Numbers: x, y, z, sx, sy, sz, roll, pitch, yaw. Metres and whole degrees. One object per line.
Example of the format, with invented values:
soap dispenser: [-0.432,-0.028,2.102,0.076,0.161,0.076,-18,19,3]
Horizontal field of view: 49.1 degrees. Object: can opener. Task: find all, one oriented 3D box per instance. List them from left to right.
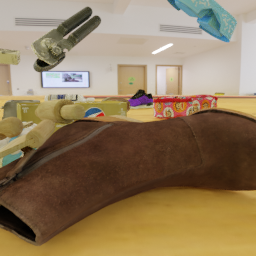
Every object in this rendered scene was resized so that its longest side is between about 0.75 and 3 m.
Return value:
can opener: [-1.659,-2.374,7.476,0.869,0.693,2.600,-36,16,45]

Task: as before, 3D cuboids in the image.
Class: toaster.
toaster: [-3.536,-0.522,9.482,1.395,0.828,1.261,-3,10,-20]

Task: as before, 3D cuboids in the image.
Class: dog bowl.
dog bowl: [2.593,-3.955,9.568,2.764,0.685,1.541,27,15,-24]

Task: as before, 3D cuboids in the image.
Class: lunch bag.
lunch bag: [2.245,-0.825,11.432,2.399,0.983,2.113,-5,5,-36]

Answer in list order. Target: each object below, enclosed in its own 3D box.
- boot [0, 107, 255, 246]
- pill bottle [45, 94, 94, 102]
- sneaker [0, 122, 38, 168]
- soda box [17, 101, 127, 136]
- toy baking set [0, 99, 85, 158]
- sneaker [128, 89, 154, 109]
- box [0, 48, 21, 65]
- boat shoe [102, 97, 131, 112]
boot: [0.062,0.528,2.932,2.858,1.034,2.378,8,23,36]
pill bottle: [-2.165,-0.768,10.564,1.795,0.997,0.997,-1,8,-7]
sneaker: [-1.732,0.330,4.628,0.674,0.638,1.668,7,16,3]
soda box: [-1.421,-0.247,7.382,2.740,0.877,0.928,-3,10,-26]
toy baking set: [-1.758,0.057,3.569,2.058,0.312,2.682,-22,14,-24]
sneaker: [0.544,-1.734,16.670,2.331,1.159,0.810,-5,10,-36]
box: [-3.913,-2.231,8.666,1.047,0.358,0.430,4,31,-11]
boat shoe: [-0.707,-0.559,9.888,0.874,0.922,2.436,12,23,42]
